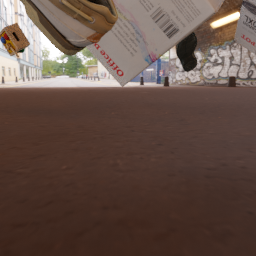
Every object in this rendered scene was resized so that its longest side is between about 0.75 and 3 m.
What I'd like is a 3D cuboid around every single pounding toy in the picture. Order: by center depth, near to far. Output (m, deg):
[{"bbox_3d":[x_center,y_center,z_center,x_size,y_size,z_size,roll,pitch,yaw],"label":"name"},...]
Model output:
[{"bbox_3d":[-3.439,-2.544,8.425,0.847,0.920,0.654,-8,27,50],"label":"pounding toy"}]

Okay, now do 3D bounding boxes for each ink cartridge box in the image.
[{"bbox_3d":[3.525,-2.568,5.677,1.184,2.839,2.062,-35,60,-10],"label":"ink cartridge box"},{"bbox_3d":[0.453,-2.917,6.760,2.957,2.149,2.139,-31,17,40],"label":"ink cartridge box"}]

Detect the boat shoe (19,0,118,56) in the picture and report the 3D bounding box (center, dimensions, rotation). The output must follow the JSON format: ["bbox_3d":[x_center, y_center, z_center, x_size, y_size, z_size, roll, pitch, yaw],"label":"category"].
[{"bbox_3d":[-1.233,-2.219,3.440,0.977,1.068,2.858,-19,-43,31],"label":"boat shoe"}]

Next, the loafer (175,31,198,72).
[{"bbox_3d":[1.980,-2.820,9.902,0.788,0.690,2.194,-26,-27,5],"label":"loafer"}]
